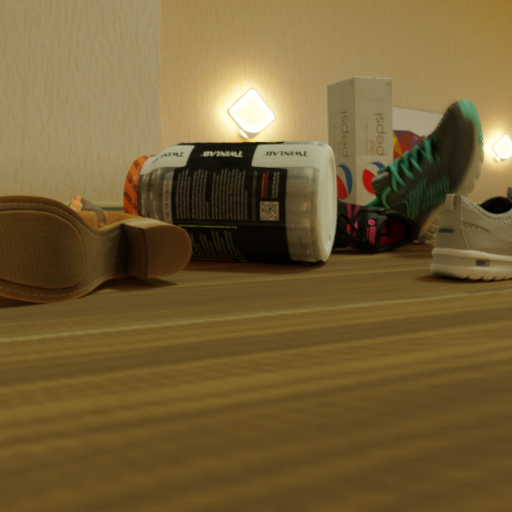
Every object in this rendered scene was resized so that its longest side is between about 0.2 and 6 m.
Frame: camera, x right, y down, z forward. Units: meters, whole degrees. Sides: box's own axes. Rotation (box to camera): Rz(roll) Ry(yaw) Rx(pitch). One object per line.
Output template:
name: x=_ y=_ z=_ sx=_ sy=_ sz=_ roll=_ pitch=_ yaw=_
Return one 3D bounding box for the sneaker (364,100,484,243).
sneaker: x=2.666 y=-1.252 z=9.318 sx=1.414 sy=1.202 sz=3.099 roll=2 pitch=-36 yaw=-6

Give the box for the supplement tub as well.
supplement tub: x=-0.316 y=-0.732 z=7.651 sx=2.684 sy=1.645 sz=1.645 roll=3 pitch=7 yaw=15

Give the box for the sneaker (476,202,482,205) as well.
sneaker: x=5.216 y=-0.670 z=10.157 sx=1.523 sy=0.989 sz=2.637 roll=0 pitch=5 yaw=-19

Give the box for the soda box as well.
soda box: x=2.492 y=-2.378 z=13.445 sx=1.127 sy=3.539 sz=1.205 roll=-6 pitch=8 yaw=-25

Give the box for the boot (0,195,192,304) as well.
boot: x=-2.143 y=-0.158 z=5.765 sx=2.478 sy=0.950 sz=1.924 roll=-8 pitch=9 yaw=-43

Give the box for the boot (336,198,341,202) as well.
boot: x=1.005 y=-0.882 z=12.112 sx=1.540 sy=1.833 sz=0.700 roll=-36 pitch=5 yaw=35

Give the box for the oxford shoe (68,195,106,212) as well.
oxford shoe: x=-3.765 y=-0.782 z=12.510 sx=0.897 sy=0.877 sz=2.461 roll=19 pitch=5 yaw=-16

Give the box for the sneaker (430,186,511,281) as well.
sneaker: x=3.145 y=-0.301 z=6.561 sx=2.521 sy=1.033 sz=0.942 roll=-4 pitch=8 yaw=-32

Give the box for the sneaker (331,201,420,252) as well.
sneaker: x=1.525 y=-0.483 z=8.817 sx=2.337 sy=0.897 sz=0.979 roll=-4 pitch=4 yaw=-18
